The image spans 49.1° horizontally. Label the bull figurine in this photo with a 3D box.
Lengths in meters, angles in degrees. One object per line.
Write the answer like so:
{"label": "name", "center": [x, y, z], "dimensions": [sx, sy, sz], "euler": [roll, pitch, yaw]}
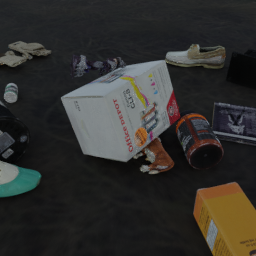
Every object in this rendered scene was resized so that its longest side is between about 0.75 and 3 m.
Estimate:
{"label": "bull figurine", "center": [0.621, 0.650, 7.535], "dimensions": [0.931, 0.500, 1.534], "euler": [-19, 34, -11]}

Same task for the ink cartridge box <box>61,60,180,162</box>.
{"label": "ink cartridge box", "center": [-0.128, -0.520, 7.603], "dimensions": [1.783, 1.791, 2.465], "euler": [4, 32, 45]}

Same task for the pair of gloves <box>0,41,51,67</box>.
{"label": "pair of gloves", "center": [-5.121, -3.365, 12.932], "dimensions": [2.204, 0.454, 2.592], "euler": [14, 37, 23]}

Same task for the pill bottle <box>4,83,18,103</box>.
{"label": "pill bottle", "center": [-4.232, -1.286, 10.156], "dimensions": [0.442, 0.442, 0.781], "euler": [-9, 37, -12]}

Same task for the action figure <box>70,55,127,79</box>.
{"label": "action figure", "center": [-0.782, -1.698, 7.706], "dimensions": [1.574, 0.546, 1.024], "euler": [-7, -2, -20]}

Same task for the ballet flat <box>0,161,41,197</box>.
{"label": "ballet flat", "center": [-3.324, 1.181, 6.530], "dimensions": [2.420, 0.852, 0.815], "euler": [-7, 38, -9]}

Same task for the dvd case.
{"label": "dvd case", "center": [3.448, -0.188, 8.928], "dimensions": [1.458, 0.157, 1.961], "euler": [10, 38, 13]}

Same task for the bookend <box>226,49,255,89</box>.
{"label": "bookend", "center": [5.813, -2.511, 11.124], "dimensions": [2.671, 1.238, 2.688], "euler": [26, 44, 30]}

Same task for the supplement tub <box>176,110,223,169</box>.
{"label": "supplement tub", "center": [1.878, 0.222, 7.722], "dimensions": [0.948, 0.948, 1.773], "euler": [-4, 37, -5]}

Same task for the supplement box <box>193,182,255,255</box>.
{"label": "supplement box", "center": [2.150, 2.332, 4.948], "dimensions": [0.936, 0.968, 2.813], "euler": [-8, 36, -9]}

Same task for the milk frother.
{"label": "milk frother", "center": [-4.281, -0.379, 7.133], "dimensions": [2.409, 2.669, 2.510], "euler": [-31, 46, -29]}

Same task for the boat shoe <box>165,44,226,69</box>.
{"label": "boat shoe", "center": [2.969, -3.255, 12.398], "dimensions": [2.588, 0.885, 0.967], "euler": [4, 37, 5]}
